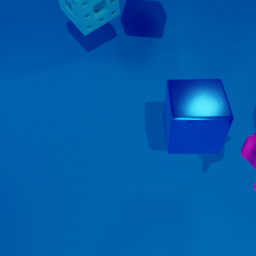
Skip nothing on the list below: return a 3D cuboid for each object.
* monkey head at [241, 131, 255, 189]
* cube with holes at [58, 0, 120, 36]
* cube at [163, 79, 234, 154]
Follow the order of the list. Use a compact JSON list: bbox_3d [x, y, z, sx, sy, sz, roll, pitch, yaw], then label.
[{"bbox_3d":[2.646,0.447,5.145,1.426,1.026,0.859,-45,60,8],"label":"monkey head"},{"bbox_3d":[-1.160,-3.779,7.955,1.300,1.300,1.300,-36,72,-12],"label":"cube with holes"},{"bbox_3d":[1.333,-0.227,5.662,1.099,1.099,1.099,-1,49,1],"label":"cube"}]
